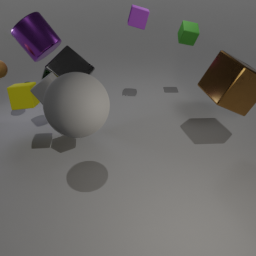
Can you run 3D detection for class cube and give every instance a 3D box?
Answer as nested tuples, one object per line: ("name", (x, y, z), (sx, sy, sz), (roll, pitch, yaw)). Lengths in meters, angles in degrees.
("cube", (-2.422, -2.078, 11.150), (1.400, 1.400, 1.400), (38, 60, -8))
("cube", (3.485, -1.477, 9.300), (1.400, 1.400, 1.400), (17, 29, -29))
("cube", (-3.238, -1.005, 8.720), (0.700, 0.700, 0.700), (-6, 19, -1))
("cube", (0.404, -4.401, 11.112), (0.700, 0.700, 0.700), (13, 29, -8))
("cube", (2.614, -4.109, 12.155), (0.700, 0.700, 0.700), (8, 56, -9))
("cube", (-2.303, -1.109, 8.213), (0.700, 0.700, 0.700), (-36, 20, 7))

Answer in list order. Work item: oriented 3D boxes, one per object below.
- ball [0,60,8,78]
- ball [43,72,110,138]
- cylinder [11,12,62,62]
("ball", (-5.013, -2.266, 10.787), (0.700, 0.700, 0.700), (0, 32, 0))
("ball", (-1.093, -0.487, 6.005), (1.400, 1.400, 1.400), (0, 32, 0))
("cylinder", (-3.632, -3.610, 11.170), (1.400, 1.400, 1.400), (-36, 14, 10))
